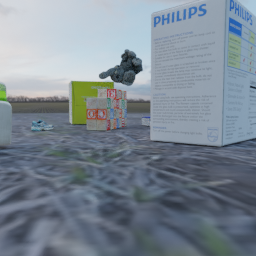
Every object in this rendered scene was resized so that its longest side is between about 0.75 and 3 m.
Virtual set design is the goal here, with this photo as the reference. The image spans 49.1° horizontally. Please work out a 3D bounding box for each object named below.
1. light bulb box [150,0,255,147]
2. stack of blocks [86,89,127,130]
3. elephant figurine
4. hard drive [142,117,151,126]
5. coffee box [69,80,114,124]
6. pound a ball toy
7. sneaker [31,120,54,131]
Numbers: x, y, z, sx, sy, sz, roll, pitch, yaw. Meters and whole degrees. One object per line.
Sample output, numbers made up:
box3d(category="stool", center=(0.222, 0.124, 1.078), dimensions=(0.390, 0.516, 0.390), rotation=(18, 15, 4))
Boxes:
box3d(category="light bulb box", center=(1.886, -1.082, 6.266), dimensions=(1.672, 2.679, 2.656), rotation=(3, 4, 40))
box3d(category="stack of blocks", center=(-0.691, -0.688, 9.982), dimensions=(0.709, 1.395, 2.422), rotation=(1, 4, 15))
box3d(category="elephant figurine", center=(-0.237, -2.202, 11.130), dimensions=(1.281, 1.651, 1.168), rotation=(40, -4, -10))
box3d(category="hard drive", center=(2.283, -0.277, 11.421), dimensions=(2.940, 0.373, 1.940), rotation=(-1, 4, -19))
box3d(category="coffee box", center=(-1.729, -1.161, 12.990), dimensions=(1.918, 1.921, 1.899), rotation=(-1, 4, -15))
box3d(category="pound a ball toy", center=(-3.136, 0.015, 4.173), dimensions=(2.575, 1.094, 1.679), rotation=(-2, 30, -29))
box3d(category="sneaker", center=(-2.712, -0.094, 8.964), dimensions=(0.311, 0.346, 0.801), rotation=(3, 5, 36))
